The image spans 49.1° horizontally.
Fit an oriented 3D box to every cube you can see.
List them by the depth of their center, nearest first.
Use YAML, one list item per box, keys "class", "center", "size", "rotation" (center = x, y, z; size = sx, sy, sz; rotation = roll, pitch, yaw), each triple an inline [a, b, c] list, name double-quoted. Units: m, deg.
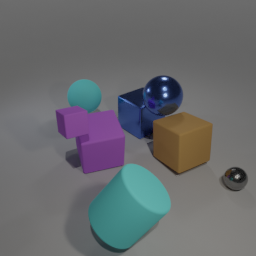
- class: "cube"
  center: [-1.588, -0.176, 8.003]
  size: [0.700, 0.700, 0.700]
  rotation: [-15, 24, -30]
- class: "cube"
  center: [-0.971, 0.436, 9.361]
  size: [1.400, 1.400, 1.400]
  rotation: [-11, 44, -15]
- class: "cube"
  center: [1.804, 0.430, 9.423]
  size: [1.400, 1.400, 1.400]
  rotation: [-16, 28, -27]
- class: "cube"
  center: [0.550, -0.639, 11.348]
  size: [1.400, 1.400, 1.400]
  rotation: [-24, 39, -33]

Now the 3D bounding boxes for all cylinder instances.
- class: "cylinder"
  center: [0.025, 1.795, 6.499]
  size: [1.400, 1.400, 1.400]
  rotation: [34, 23, -16]

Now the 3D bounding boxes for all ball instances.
- class: "ball"
  center: [3.270, 1.527, 8.503]
  size: [0.700, 0.700, 0.700]
  rotation: [0, 32, 0]
- class: "ball"
  center: [1.201, -1.113, 9.690]
  size: [1.400, 1.400, 1.400]
  rotation: [0, 32, 0]
- class: "ball"
  center: [-1.792, -1.300, 11.569]
  size: [1.400, 1.400, 1.400]
  rotation: [0, 32, 0]
